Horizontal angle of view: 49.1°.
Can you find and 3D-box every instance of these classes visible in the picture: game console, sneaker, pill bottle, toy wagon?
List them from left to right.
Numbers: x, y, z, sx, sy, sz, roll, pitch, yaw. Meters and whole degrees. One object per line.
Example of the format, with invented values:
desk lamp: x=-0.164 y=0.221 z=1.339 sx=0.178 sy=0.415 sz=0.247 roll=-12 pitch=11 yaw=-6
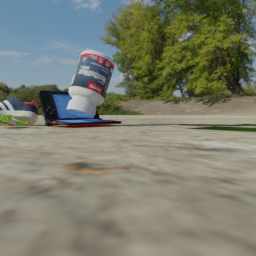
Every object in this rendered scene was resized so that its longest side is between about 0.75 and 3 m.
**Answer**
sneaker: x=-4.488 y=-0.714 z=10.168 sx=2.417 sy=1.021 sz=0.906 roll=5 pitch=-32 yaw=-12
toy wagon: x=-3.780 y=-0.304 z=8.587 sx=1.413 sy=0.279 sz=1.096 roll=23 pitch=-3 yaw=-16
game console: x=-1.693 y=-0.723 z=9.926 sx=2.307 sy=1.988 sz=1.369 roll=-3 pitch=-25 yaw=-44
pill bottle: x=-1.319 y=-1.456 z=9.660 sx=1.258 sy=2.104 sz=1.258 roll=15 pitch=-11 yaw=3

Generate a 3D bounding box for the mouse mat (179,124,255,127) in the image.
mouse mat: x=3.102 y=-0.077 z=8.071 sx=2.135 sy=0.100 sz=2.654 roll=0 pitch=0 yaw=-40
